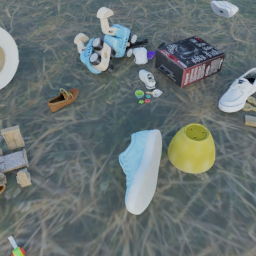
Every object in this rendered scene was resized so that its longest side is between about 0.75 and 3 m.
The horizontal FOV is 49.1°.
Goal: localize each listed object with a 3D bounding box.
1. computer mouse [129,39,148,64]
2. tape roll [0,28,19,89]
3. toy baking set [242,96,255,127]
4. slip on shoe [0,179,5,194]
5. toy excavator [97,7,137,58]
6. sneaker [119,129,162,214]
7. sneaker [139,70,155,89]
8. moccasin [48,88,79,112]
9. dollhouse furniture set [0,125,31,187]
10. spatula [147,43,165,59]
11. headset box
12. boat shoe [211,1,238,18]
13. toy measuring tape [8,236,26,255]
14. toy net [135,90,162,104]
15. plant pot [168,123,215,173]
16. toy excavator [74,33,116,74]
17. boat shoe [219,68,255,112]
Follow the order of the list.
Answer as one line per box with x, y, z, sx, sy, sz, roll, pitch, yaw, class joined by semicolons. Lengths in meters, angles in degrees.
0.579;-3.707;13.402;1.027;0.411;1.873;-7;46;-2;computer mouse
-5.634;-2.739;10.916;0.930;2.660;2.660;22;49;24;tape roll
5.595;-0.601;10.454;2.802;0.326;2.151;-4;46;-4;toy baking set
-4.465;2.262;7.216;0.865;1.085;2.854;21;42;20;slip on shoe
-0.616;-4.160;12.457;1.076;2.095;2.155;33;33;27;toy excavator
0.230;1.240;8.357;1.167;1.053;2.848;-4;41;25;sneaker
0.832;-2.185;11.894;0.471;0.496;1.232;-18;47;-15;sneaker
-2.505;-1.193;10.879;1.419;0.548;0.519;-33;54;-28;moccasin
-3.640;0.924;8.628;0.959;0.819;1.850;-16;48;-15;dollhouse furniture set
1.364;-3.799;13.682;0.464;0.169;1.642;13;43;34;spatula
2.562;-2.922;12.254;2.573;0.993;1.914;-26;51;-22;headset box
2.331;-2.911;6.788;0.284;0.320;0.870;-31;46;2;boat shoe
-2.793;2.997;6.962;0.329;0.329;0.894;-30;53;-26;toy measuring tape
0.886;-1.333;11.244;1.164;0.225;0.611;-16;48;-15;toy net
2.069;0.491;8.859;1.534;1.089;1.534;0;45;0;plant pot
-1.711;-3.432;12.614;2.205;1.102;2.144;-2;73;35;toy excavator
4.378;-1.555;10.950;0.945;0.839;2.568;23;49;34;boat shoe
